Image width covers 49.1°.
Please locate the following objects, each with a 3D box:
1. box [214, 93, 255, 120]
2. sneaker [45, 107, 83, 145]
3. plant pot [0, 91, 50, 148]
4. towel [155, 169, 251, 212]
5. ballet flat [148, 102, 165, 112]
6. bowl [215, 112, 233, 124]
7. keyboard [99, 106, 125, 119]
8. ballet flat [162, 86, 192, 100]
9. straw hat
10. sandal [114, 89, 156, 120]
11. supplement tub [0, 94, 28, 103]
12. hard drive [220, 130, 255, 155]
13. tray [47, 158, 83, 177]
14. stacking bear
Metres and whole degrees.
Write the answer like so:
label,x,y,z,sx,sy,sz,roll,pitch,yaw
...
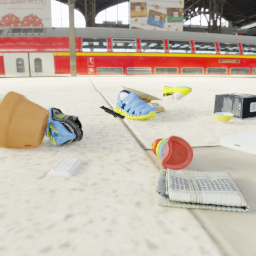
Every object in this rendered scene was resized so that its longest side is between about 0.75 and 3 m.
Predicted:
label,x,y,z,sx,sy,sz,roll,pitch,yaw
box,5.550,-1.135,13.988,1.737,1.077,1.708,-8,14,-29
sneaker,-2.277,-0.040,9.925,1.168,0.999,2.819,5,14,-26
plant pot,-3.247,-0.137,8.760,1.254,1.792,1.792,15,12,-6
towel,1.445,1.199,5.845,1.720,0.297,1.656,1,14,8
ballet flat,1.407,-1.069,14.676,0.648,0.595,1.888,10,16,35
bowl,4.222,-0.419,12.339,0.774,0.416,0.774,0,15,0
keyboard,-0.681,-0.632,11.748,1.147,0.118,0.729,26,15,10
ballet flat,1.768,-1.273,10.321,0.496,0.498,1.486,21,-2,-33
straw hat,0.613,-1.389,15.033,2.489,1.053,2.489,18,6,-2
sandal,0.244,-1.129,13.548,1.167,1.279,2.937,-8,17,-37
supplement tub,-4.818,-0.546,10.699,1.964,1.418,1.418,-5,14,-23
hard drive,4.132,0.428,9.161,1.943,0.255,1.281,-10,17,-35
tray,-1.589,0.969,7.178,0.608,0.126,1.133,2,14,6
stacking bear,1.064,0.596,7.454,0.806,0.861,1.417,14,1,-15
